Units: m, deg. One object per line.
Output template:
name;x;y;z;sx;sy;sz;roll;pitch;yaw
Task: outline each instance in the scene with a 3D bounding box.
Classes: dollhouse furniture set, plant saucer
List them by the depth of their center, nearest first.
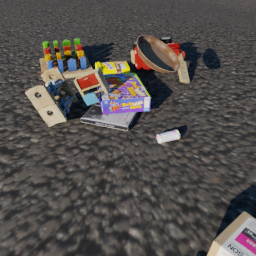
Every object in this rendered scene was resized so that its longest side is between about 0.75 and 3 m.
plant saucer;0.932;-2.313;8.953;1.639;0.282;1.639;19;45;-20
dollhouse furniture set;-2.038;-1.347;9.776;2.170;1.520;1.529;-17;32;19

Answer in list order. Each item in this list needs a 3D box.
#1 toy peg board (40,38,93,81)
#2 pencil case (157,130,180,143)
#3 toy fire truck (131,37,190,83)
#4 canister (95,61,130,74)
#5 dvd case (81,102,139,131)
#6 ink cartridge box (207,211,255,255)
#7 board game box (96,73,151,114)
toy peg board;-3.089;-3.434;13.616;2.359;1.154;2.349;-11;37;-14
pencil case;1.330;0.289;9.196;0.763;0.317;0.346;-11;26;-14
toy fire truck;1.655;-3.117;13.093;2.318;1.694;2.633;-14;28;-20
canister;-0.720;-2.679;13.036;1.467;0.635;1.089;-7;37;-11
dvd case;-0.636;-0.476;10.307;1.789;0.221;1.345;11;36;15
ink cartridge box;2.654;2.623;5.658;1.297;0.591;1.574;-22;41;-38
board game box;-0.288;-1.449;11.111;1.756;0.585;2.612;-5;31;-11
